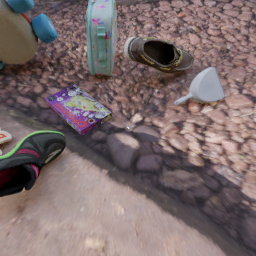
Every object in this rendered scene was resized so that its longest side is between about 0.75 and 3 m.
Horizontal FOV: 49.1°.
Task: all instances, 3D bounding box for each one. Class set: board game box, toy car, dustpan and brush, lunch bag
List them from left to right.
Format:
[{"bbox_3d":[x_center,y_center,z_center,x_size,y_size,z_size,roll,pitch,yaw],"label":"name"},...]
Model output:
[{"bbox_3d":[-4.177,-3.858,9.241,2.677,2.568,2.904,-24,57,8],"label":"toy car"},{"bbox_3d":[-1.468,-0.593,8.248,1.098,0.296,1.830,-36,56,-25],"label":"board game box"},{"bbox_3d":[-0.864,-2.975,9.040,0.902,2.339,1.876,3,46,1],"label":"lunch bag"},{"bbox_3d":[2.064,-1.046,8.356,1.488,1.038,0.426,-31,18,-14],"label":"dustpan and brush"}]

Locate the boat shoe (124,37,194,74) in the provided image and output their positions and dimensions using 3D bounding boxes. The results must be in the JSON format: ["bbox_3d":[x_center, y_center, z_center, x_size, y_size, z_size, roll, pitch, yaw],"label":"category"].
[{"bbox_3d":[1.172,-2.240,8.735,2.693,0.967,0.801,5,10,-37],"label":"boat shoe"}]

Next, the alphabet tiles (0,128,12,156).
[{"bbox_3d":[-4.318,0.372,6.852,2.485,0.181,2.431,25,31,27],"label":"alphabet tiles"}]

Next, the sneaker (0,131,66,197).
[{"bbox_3d":[-2.205,0.862,6.025,1.089,0.998,2.600,20,31,24],"label":"sneaker"}]
